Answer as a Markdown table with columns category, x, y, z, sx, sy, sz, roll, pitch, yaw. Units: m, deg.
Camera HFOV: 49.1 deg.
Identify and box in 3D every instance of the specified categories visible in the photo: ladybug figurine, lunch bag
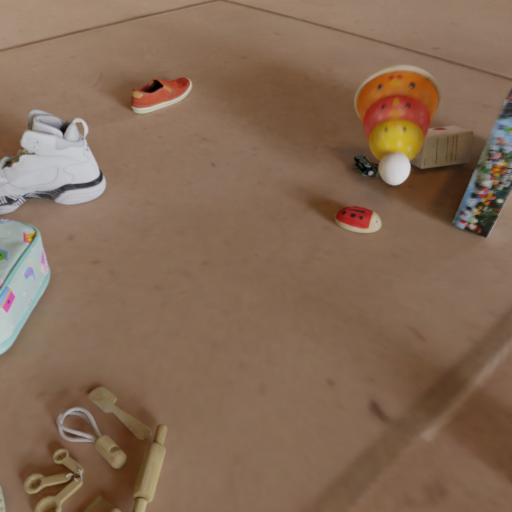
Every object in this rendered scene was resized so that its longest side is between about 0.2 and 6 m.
| category | x | y | z | sx | sy | sz | roll | pitch | yaw |
| --- | --- | --- | --- | --- | --- | --- | --- | --- | --- |
| ladybug figurine | 1.852 | -0.688 | 10.207 | 0.861 | 0.310 | 0.584 | 10 | 40 | 12 |
| lunch bag | -4.715 | 0.464 | 8.152 | 2.869 | 1.106 | 2.301 | 3 | 42 | 4 |

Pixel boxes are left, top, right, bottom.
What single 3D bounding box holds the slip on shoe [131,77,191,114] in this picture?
| category | x | y | z | sx | sy | sz | roll | pitch | yaw |
| --- | --- | --- | --- | --- | --- | --- | --- | --- | --- |
| slip on shoe | -2.404 | -4.256 | 14.392 | 0.741 | 0.612 | 2.000 | 25 | 44 | 30 |

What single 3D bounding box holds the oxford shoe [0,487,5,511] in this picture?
| category | x | y | z | sx | sy | sz | roll | pitch | yaw |
| --- | --- | --- | --- | --- | --- | --- | --- | --- | --- |
| oxford shoe | -2.742 | 3.149 | 5.236 | 0.679 | 0.885 | 2.353 | -41 | 49 | 15 |

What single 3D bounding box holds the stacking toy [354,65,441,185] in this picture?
| category | x | y | z | sx | sy | sz | roll | pitch | yaw |
| --- | --- | --- | --- | --- | --- | --- | --- | --- | --- |
| stacking toy | 2.720 | -2.321 | 10.745 | 1.690 | 1.690 | 2.313 | 4 | 58 | 5 |

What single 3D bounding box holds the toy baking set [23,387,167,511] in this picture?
| category | x | y | z | sx | sy | sz | roll | pitch | yaw |
| --- | --- | --- | --- | --- | --- | --- | --- | --- | --- |
| toy baking set | -1.803 | 2.324 | 6.542 | 1.508 | 0.229 | 1.965 | 7 | 39 | 8 |

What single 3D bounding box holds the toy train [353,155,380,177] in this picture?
| category | x | y | z | sx | sy | sz | roll | pitch | yaw |
| --- | --- | --- | --- | --- | --- | --- | --- | --- | --- |
| toy train | 2.322 | -1.885 | 11.730 | 0.412 | 0.308 | 0.722 | -1 | 35 | -21 |

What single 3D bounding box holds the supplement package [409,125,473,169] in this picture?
| category | x | y | z | sx | sy | sz | roll | pitch | yaw |
| --- | --- | --- | --- | --- | --- | --- | --- | --- | --- |
| supplement package | 3.854 | -2.307 | 11.813 | 1.138 | 0.682 | 0.690 | -9 | 25 | -12 |

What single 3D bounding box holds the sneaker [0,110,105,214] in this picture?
| category | x | y | z | sx | sy | sz | roll | pitch | yaw |
| --- | --- | --- | --- | --- | --- | --- | --- | --- | --- |
| sneaker | -4.395 | -1.771 | 10.468 | 2.882 | 1.656 | 1.083 | -7 | 39 | -8 |

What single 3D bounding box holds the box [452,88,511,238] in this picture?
| category | x | y | z | sx | sy | sz | roll | pitch | yaw |
| --- | --- | --- | --- | --- | --- | --- | --- | --- | --- |
| box | 4.835 | -2.313 | 10.416 | 0.687 | 2.489 | 3.645 | 25 | 45 | 18 |
